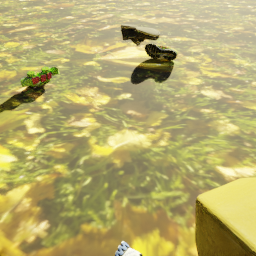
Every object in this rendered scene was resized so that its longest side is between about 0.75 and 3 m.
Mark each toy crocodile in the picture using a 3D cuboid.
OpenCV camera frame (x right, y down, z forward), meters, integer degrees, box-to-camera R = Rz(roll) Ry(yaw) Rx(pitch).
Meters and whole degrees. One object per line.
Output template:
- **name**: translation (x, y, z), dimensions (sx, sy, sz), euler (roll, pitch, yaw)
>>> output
- **toy crocodile**: translation (-3.628, -2.098, 11.582), dimensions (0.526, 0.575, 1.704), euler (31, 44, 33)

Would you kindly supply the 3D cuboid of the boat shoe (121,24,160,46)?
- **boat shoe**: translation (0.425, -3.320, 10.136), dimensions (0.737, 0.636, 2.028), euler (-15, 32, -32)

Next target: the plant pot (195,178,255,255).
- **plant pot**: translation (2.145, 1.913, 4.594), dimensions (1.951, 1.938, 1.996), euler (-16, 26, -22)

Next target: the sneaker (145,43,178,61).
- **sneaker**: translation (1.707, -3.865, 14.197), dimensions (1.790, 0.700, 0.808), euler (23, 35, 18)

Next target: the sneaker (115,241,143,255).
- **sneaker**: translation (-0.022, 2.538, 4.825), dimensions (0.660, 0.462, 1.143), euler (12, 34, 21)
